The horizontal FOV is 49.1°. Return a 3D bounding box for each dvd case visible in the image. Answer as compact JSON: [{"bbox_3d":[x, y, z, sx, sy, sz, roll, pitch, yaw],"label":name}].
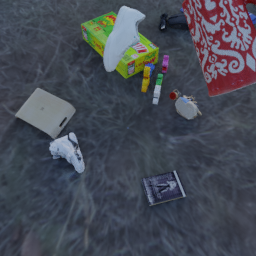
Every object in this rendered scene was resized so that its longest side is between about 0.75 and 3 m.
[{"bbox_3d":[0.883,1.470,6.926,0.962,0.077,0.715,-12,55,-9],"label":"dvd case"}]

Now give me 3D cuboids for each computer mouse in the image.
[{"bbox_3d":[2.022,-4.161,10.854,1.613,0.425,1.117,8,53,6],"label":"computer mouse"}]

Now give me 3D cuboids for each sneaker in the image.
[{"bbox_3d":[-1.589,0.709,7.255,0.733,0.479,1.275,-17,50,-11],"label":"sneaker"},{"bbox_3d":[-0.065,-1.838,5.971,0.624,0.531,1.410,21,98,11],"label":"sneaker"}]

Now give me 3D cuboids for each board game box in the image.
[{"bbox_3d":[-0.335,-2.988,9.852,1.381,0.647,2.719,-31,59,-21],"label":"board game box"}]

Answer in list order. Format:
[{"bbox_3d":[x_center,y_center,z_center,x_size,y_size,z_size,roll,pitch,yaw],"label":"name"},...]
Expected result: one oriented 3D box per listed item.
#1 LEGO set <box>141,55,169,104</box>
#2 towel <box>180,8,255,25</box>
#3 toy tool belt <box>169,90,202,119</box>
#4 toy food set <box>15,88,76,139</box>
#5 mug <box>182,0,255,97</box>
[{"bbox_3d":[0.808,-1.712,8.849,0.699,0.752,1.833,11,54,9],"label":"LEGO set"},{"bbox_3d":[3.629,-4.536,11.276,1.839,0.303,2.540,-33,59,-19],"label":"towel"},{"bbox_3d":[1.716,-0.698,8.295,0.609,0.619,0.991,-8,50,-46],"label":"toy tool belt"},{"bbox_3d":[-2.423,-0.441,8.177,1.492,0.451,1.071,26,70,19],"label":"toy food set"},{"bbox_3d":[2.336,-2.046,6.202,1.925,1.447,2.169,-23,95,-1],"label":"mug"}]
